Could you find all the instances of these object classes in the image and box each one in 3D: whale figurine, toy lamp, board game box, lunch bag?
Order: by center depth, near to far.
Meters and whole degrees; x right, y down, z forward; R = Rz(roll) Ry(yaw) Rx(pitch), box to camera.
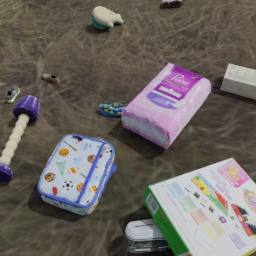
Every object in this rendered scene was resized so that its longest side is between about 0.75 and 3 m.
[{"bbox_3d":[2.190,2.075,6.901,2.994,0.604,2.291,-11,50,-29],"label":"board game box"},{"bbox_3d":[-1.346,1.218,7.977,1.808,0.853,2.256,15,54,10],"label":"lunch bag"},{"bbox_3d":[-3.512,0.178,8.805,0.867,0.867,2.978,5,50,4],"label":"toy lamp"},{"bbox_3d":[-1.014,-5.121,13.256,1.548,0.803,1.231,-9,65,-35],"label":"whale figurine"}]

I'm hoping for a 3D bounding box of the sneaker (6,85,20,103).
[{"bbox_3d":[-4.256,-1.317,10.336,0.303,0.332,0.820,3,51,2],"label":"sneaker"}]

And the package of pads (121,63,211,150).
[{"bbox_3d":[1.338,-0.796,9.403,1.793,1.126,2.976,29,56,22],"label":"package of pads"}]

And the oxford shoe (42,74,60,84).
[{"bbox_3d":[-3.017,-1.998,10.908,0.801,0.300,0.282,19,53,15],"label":"oxford shoe"}]

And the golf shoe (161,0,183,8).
[{"bbox_3d":[2.291,-6.518,14.499,1.121,0.407,0.516,-2,51,-2],"label":"golf shoe"}]

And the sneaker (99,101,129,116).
[{"bbox_3d":[-0.403,-0.694,9.835,1.238,0.439,0.513,1,33,1],"label":"sneaker"}]

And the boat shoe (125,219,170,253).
[{"bbox_3d":[0.809,2.657,6.904,1.966,0.697,0.709,6,14,-19],"label":"boat shoe"}]

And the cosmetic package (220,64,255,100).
[{"bbox_3d":[4.484,-1.679,10.421,1.808,0.661,0.936,18,53,15],"label":"cosmetic package"}]
